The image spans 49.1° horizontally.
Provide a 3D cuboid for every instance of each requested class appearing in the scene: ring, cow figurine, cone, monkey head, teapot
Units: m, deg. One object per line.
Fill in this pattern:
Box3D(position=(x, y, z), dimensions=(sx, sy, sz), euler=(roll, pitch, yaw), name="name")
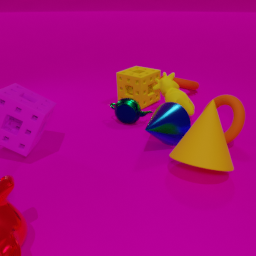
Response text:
Box3D(position=(2.005, -1.784, 11.012), dimensions=(1.576, 0.315, 1.576), euler=(11, 11, -2), name="ring")
Box3D(position=(1.336, -0.956, 8.349), dimensions=(0.832, 1.491, 1.515), euler=(-36, 1, 15), name="cow figurine")
Box3D(position=(2.350, -0.206, 7.061), dimensions=(0.262, 1.308, 1.308), euler=(16, 15, -31), name="ring")
Box3D(position=(0.720, -0.028, 6.558), dimensions=(1.105, 1.105, 1.109), euler=(20, 19, 36), name="cone")
Box3D(position=(-1.766, 1.293, 3.963), dimensions=(1.089, 0.912, 1.513), euler=(-50, 25, -9), name="monkey head")
Box3D(position=(1.617, 0.068, 5.739), dimensions=(1.307, 1.312, 1.307), euler=(10, 4, -1), name="cone")
Box3D(position=(0.066, -0.535, 8.264), dimensions=(1.306, 0.812, 0.640), euler=(14, 30, 11), name="teapot")

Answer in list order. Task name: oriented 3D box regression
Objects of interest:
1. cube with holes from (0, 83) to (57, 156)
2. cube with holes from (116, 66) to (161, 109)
Box3D(position=(-2.432, -0.221, 6.342), dimensions=(1.067, 1.067, 1.067), euler=(26, 15, -9), name="cube with holes")
Box3D(position=(0.377, -1.442, 9.755), dimensions=(1.077, 1.077, 1.077), euler=(19, 34, 36), name="cube with holes")
